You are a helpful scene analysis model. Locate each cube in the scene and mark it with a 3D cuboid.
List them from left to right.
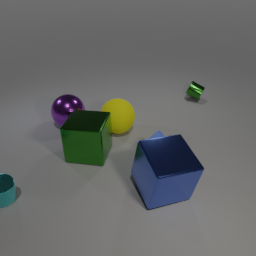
[{"bbox_3d":[-1.400,0.308,9.840,1.400,1.400,1.400,4,31,9],"label":"cube"},{"bbox_3d":[1.053,1.213,7.997,1.400,1.400,1.400,-8,44,-20],"label":"cube"}]

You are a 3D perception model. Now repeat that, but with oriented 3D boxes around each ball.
[{"bbox_3d":[-2.476,-0.702,11.613,1.400,1.400,1.400,0,30,0],"label":"ball"},{"bbox_3d":[-0.421,-0.474,11.177,1.400,1.400,1.400,0,30,0],"label":"ball"}]

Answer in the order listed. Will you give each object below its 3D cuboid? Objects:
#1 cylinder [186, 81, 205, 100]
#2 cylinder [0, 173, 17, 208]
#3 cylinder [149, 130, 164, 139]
[{"bbox_3d":[3.326,-1.856,13.848,0.700,0.700,0.700,30,37,9],"label":"cylinder"},{"bbox_3d":[-3.557,1.769,7.927,0.700,0.700,0.700,7,44,-7],"label":"cylinder"},{"bbox_3d":[0.979,0.551,9.106,0.700,0.700,0.700,50,46,6],"label":"cylinder"}]
